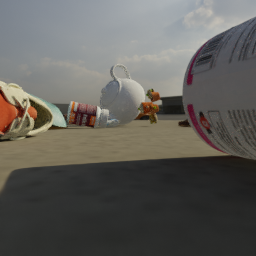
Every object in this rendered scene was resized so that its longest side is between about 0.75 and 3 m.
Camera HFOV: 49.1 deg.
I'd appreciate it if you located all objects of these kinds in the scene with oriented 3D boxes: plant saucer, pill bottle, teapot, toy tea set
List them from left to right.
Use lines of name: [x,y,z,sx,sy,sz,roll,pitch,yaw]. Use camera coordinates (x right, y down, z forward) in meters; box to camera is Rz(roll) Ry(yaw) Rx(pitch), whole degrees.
plant saucer: [-3.358,-0.815,10.077,2.696,0.519,2.696,25,4,-2]
pill bottle: [-1.563,-0.475,10.857,1.514,0.864,0.864,10,0,-10]
teapot: [-0.560,-1.657,15.022,2.016,2.724,2.760,28,22,-34]
toy tea set: [0.907,-1.080,12.843,0.753,1.210,2.034,-11,-38,-9]
pill bottle: [1.411,-0.307,1.867,1.248,1.248,2.202,-1,3,-17]

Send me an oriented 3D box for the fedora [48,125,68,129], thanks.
fedora: [-2.797,-0.223,10.323,1.240,0.506,1.240,0,3,0]

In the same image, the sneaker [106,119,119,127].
sneaker: [-0.868,-0.174,12.373,0.988,0.370,0.428,-3,15,-5]

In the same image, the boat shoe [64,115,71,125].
boat shoe: [-3.167,-0.550,17.276,1.886,0.677,0.714,0,2,11]

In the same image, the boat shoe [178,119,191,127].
boat shoe: [2.885,-0.283,12.668,1.357,0.477,0.478,0,3,41]

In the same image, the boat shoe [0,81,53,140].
boat shoe: [-2.054,-0.261,4.936,0.931,1.059,2.976,2,-3,-4]
